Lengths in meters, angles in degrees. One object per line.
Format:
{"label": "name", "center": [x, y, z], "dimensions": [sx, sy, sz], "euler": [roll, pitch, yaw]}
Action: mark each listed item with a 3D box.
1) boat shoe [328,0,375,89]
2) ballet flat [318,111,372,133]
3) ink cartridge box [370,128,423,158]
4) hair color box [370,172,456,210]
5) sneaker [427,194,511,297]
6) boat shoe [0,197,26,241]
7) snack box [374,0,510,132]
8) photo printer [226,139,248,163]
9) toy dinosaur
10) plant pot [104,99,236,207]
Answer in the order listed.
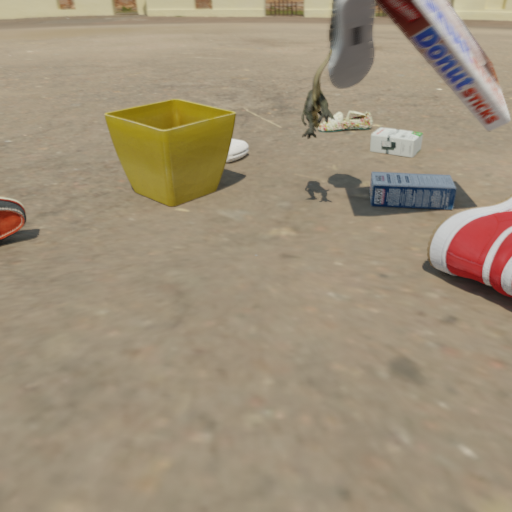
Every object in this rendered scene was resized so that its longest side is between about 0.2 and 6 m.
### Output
{"label": "boat shoe", "center": [1.592, -3.740, 9.403], "dimensions": [0.759, 2.212, 0.626], "euler": [-9, 66, -1]}
{"label": "ballet flat", "center": [2.561, -3.881, 16.081], "dimensions": [1.650, 0.527, 0.624], "euler": [-7, 30, -12]}
{"label": "ink cartridge box", "center": [3.558, -2.895, 14.255], "dimensions": [1.131, 0.470, 0.829], "euler": [15, 31, 26]}
{"label": "hair color box", "center": [3.103, -1.311, 11.226], "dimensions": [1.588, 0.480, 0.794], "euler": [4, 28, 8]}
{"label": "sneaker", "center": [4.589, -0.290, 8.423], "dimensions": [3.586, 1.277, 2.017], "euler": [-22, 30, -23]}
{"label": "boat shoe", "center": [-4.845, -0.311, 8.977], "dimensions": [2.345, 0.835, 0.734], "euler": [-19, 36, -27]}
{"label": "snack box", "center": [2.759, -3.293, 8.351], "dimensions": [0.453, 3.724, 1.339], "euler": [-24, 56, 36]}
{"label": "photo printer", "center": [-0.823, -2.628, 13.826], "dimensions": [1.136, 0.395, 0.945], "euler": [17, 32, 30]}
{"label": "toy dinosaur", "center": [1.066, -2.624, 9.831], "dimensions": [0.474, 1.997, 0.880], "euler": [0, 72, -4]}
{"label": "plant pot", "center": [-1.685, -2.084, 11.421], "dimensions": [1.901, 1.676, 1.900], "euler": [22, 35, 37]}
